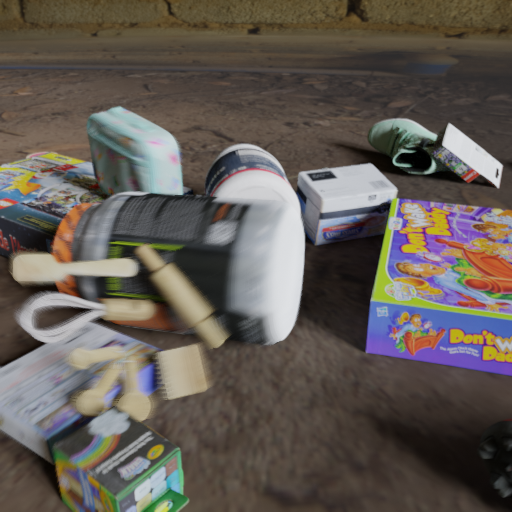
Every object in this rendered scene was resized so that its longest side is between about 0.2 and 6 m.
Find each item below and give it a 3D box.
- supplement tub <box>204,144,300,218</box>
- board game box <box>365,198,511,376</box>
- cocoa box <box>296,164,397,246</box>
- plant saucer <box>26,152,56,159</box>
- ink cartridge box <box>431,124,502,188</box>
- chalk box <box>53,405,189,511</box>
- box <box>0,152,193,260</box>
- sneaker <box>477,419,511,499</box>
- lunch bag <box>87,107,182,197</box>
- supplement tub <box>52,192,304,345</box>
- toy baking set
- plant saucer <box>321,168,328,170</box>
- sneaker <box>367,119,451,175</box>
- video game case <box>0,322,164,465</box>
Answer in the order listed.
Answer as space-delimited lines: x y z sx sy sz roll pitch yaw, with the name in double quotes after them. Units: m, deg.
-0.133 -1.029 9.797 1.510 1.510 2.152 -3 26 -6 "supplement tub"
2.985 0.258 8.028 2.392 0.796 3.557 7 27 14 "board game box"
1.565 -0.933 10.060 1.498 0.983 0.999 -9 40 -18 "cocoa box"
-5.274 -2.349 13.864 1.005 0.255 1.005 0 26 0 "plant saucer"
4.788 -2.172 12.699 1.641 0.413 0.894 35 51 -8 "ink cartridge box"
-1.079 1.946 4.777 1.129 0.700 0.705 22 33 34 "chalk box"
-3.649 -0.907 10.353 4.187 0.789 2.860 17 31 31 "box"
3.199 1.883 4.679 2.517 0.890 1.230 15 31 23 "sneaker"
-1.995 -1.538 8.969 1.836 1.473 0.708 30 47 34 "lunch bag"
-0.952 0.100 7.163 2.906 1.781 1.781 6 27 15 "supplement tub"
-1.336 0.644 5.638 1.667 2.173 0.253 -35 -1 -37 "toy baking set"
1.566 -1.287 11.142 0.258 1.026 1.026 -42 37 -6 "plant saucer"
3.526 -2.709 13.660 1.584 0.988 2.686 -16 32 -41 "sneaker"
-1.974 1.372 6.054 1.462 0.367 1.613 12 28 36 "video game case"
